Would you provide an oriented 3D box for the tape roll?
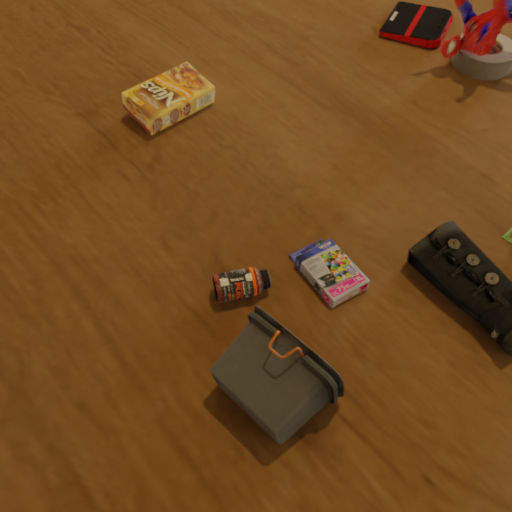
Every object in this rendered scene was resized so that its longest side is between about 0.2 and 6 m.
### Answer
[{"bbox_3d":[5.029,-4.448,12.370,1.320,0.436,1.320,0,51,0],"label":"tape roll"}]

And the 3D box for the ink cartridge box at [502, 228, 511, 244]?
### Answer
[{"bbox_3d":[4.539,-0.256,9.158,0.436,0.249,0.839,-38,60,-26],"label":"ink cartridge box"}]

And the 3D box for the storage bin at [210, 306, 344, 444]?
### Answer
[{"bbox_3d":[0.204,1.575,7.251,1.573,1.145,1.057,37,71,26],"label":"storage bin"}]

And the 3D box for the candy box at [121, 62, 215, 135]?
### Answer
[{"bbox_3d":[-1.750,-3.188,11.286,1.637,0.453,0.945,-35,68,-25],"label":"candy box"}]

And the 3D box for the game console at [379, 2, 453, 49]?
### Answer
[{"bbox_3d":[3.845,-5.530,13.390,1.442,0.253,1.630,18,53,19],"label":"game console"}]

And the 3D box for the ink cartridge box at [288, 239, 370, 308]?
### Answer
[{"bbox_3d":[1.128,0.193,8.818,0.717,0.252,1.202,-26,54,-20],"label":"ink cartridge box"}]

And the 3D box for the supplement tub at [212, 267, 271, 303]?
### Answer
[{"bbox_3d":[-0.215,0.422,8.495,0.844,0.451,0.451,-12,52,-9],"label":"supplement tub"}]

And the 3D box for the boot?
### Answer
[{"bbox_3d":[3.635,0.262,8.529,1.768,0.704,2.145,-25,51,-21],"label":"boot"}]

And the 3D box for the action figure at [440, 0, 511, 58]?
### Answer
[{"bbox_3d":[5.059,-5.259,11.018,3.435,1.700,1.121,-32,51,29],"label":"action figure"}]
